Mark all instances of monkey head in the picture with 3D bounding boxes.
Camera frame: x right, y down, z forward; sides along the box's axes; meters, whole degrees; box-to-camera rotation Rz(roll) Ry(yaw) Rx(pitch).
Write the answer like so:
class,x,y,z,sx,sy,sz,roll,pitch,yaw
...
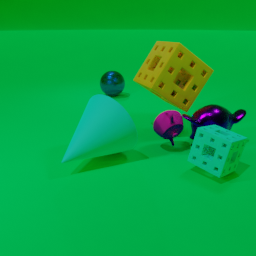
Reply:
class,x,y,z,sx,sy,sz,roll,pitch,yaw
monkey head,2.256,0.015,7.185,1.811,1.091,1.303,-5,31,-15

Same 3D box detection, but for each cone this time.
class,x,y,z,sx,sy,sz,roll,pitch,yaw
cone,-0.901,0.316,6.399,1.607,1.607,1.613,18,44,38

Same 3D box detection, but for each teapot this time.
class,x,y,z,sx,sy,sz,roll,pitch,yaw
teapot,1.066,-0.010,7.111,0.798,1.284,0.629,-23,55,-6

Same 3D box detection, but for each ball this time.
class,x,y,z,sx,sy,sz,roll,pitch,yaw
ball,-0.676,-1.933,12.171,1.103,1.103,1.103,0,21,0

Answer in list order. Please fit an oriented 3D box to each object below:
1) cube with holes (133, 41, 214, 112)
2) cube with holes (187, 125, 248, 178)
class,x,y,z,sx,sy,sz,roll,pitch,yaw
cube with holes,1.228,-1.470,7.878,1.327,1.327,1.327,29,6,-26
cube with holes,1.944,0.471,6.111,0.801,0.801,0.801,28,23,38
